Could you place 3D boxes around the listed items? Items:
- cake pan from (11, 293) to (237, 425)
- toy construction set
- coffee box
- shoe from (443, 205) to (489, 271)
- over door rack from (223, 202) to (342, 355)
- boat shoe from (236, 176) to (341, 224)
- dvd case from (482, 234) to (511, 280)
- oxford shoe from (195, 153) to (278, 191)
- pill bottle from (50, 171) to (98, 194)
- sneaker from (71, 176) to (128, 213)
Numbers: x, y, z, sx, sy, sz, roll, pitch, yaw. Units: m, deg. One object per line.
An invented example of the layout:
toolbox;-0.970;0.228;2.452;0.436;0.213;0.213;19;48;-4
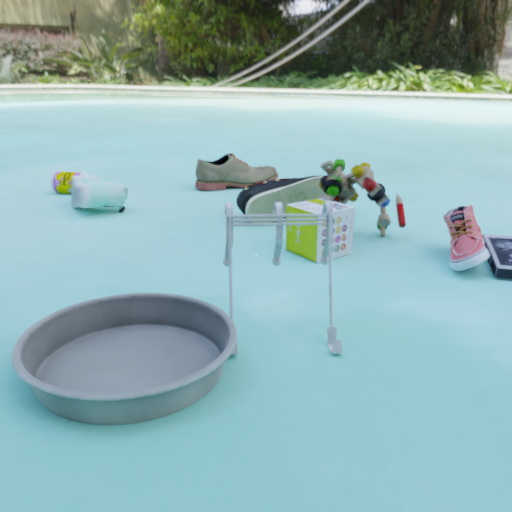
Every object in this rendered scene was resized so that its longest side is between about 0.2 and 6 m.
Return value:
cake pan;-1.423;1.081;6.312;2.428;0.445;2.428;0;20;0
toy construction set;2.013;-1.313;10.961;1.858;1.550;1.428;19;49;-15
coffee box;1.123;-0.475;10.014;0.878;0.887;0.888;-14;24;-33
shoe;3.508;-0.347;9.544;0.629;0.801;1.761;-23;6;26
over door rack;0.284;0.282;6.959;1.389;1.880;0.626;-1;-9;-3
boat shoe;0.846;-1.324;12.280;2.615;0.957;0.819;-12;31;-20
dvd case;4.716;0.033;9.580;1.430;0.235;1.903;5;19;13
oxford shoe;-0.477;-2.319;15.157;2.427;0.908;0.855;-10;22;-27
pill bottle;-4.674;-1.884;14.452;1.092;0.569;0.569;3;20;6
sneaker;-3.658;-1.429;13.093;1.159;0.723;1.965;0;14;-28
